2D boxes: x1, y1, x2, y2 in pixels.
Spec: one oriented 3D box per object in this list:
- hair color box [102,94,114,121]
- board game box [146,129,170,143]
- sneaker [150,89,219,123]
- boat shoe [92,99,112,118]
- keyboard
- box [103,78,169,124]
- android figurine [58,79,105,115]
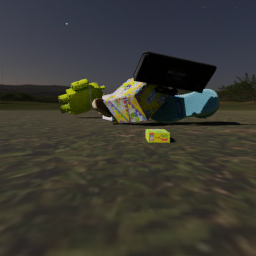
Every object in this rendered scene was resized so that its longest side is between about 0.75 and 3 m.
[{"bbox_3d":[-0.685,-0.999,13.532,0.739,1.221,2.442,-2,5,-14],"label":"hair color box"},{"bbox_3d":[0.580,0.151,5.606,0.404,0.189,0.795,0,4,0],"label":"board game box"},{"bbox_3d":[2.353,-0.775,11.503,2.915,1.159,1.903,-5,-4,26],"label":"sneaker"},{"bbox_3d":[-0.911,-0.688,10.689,0.523,0.581,1.609,-16,-16,26],"label":"boat shoe"},{"bbox_3d":[1.490,-1.708,9.351,2.602,1.563,0.334,8,45,-16],"label":"keyboard"},{"bbox_3d":[0.356,-1.117,10.324,1.665,1.054,1.728,-4,33,48],"label":"box"},{"bbox_3d":[-2.577,-1.710,16.000,2.784,0.572,2.534,-21,-32,-18],"label":"android figurine"}]
